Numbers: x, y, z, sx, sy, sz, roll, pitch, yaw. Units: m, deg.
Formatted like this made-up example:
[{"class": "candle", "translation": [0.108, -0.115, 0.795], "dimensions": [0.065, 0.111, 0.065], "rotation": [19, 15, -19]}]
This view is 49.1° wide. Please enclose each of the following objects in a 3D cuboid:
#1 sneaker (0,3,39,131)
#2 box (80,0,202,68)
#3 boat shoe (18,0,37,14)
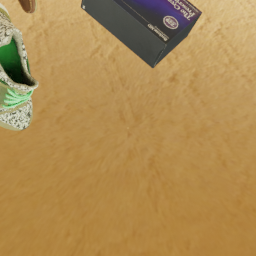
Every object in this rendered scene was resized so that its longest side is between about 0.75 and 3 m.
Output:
[{"class": "sneaker", "translation": [-1.643, -0.608, 3.880], "dimensions": [0.961, 2.169, 0.834], "rotation": [36, 56, 25]}, {"class": "box", "translation": [0.272, -2.487, 5.892], "dimensions": [2.065, 0.814, 1.458], "rotation": [41, 64, 4]}, {"class": "boat shoe", "translation": [-2.906, -3.831, 7.320], "dimensions": [0.592, 1.644, 0.555], "rotation": [-2, 25, 30]}]
